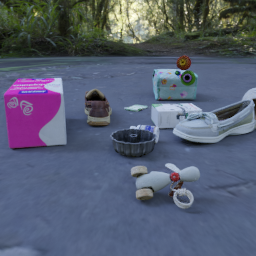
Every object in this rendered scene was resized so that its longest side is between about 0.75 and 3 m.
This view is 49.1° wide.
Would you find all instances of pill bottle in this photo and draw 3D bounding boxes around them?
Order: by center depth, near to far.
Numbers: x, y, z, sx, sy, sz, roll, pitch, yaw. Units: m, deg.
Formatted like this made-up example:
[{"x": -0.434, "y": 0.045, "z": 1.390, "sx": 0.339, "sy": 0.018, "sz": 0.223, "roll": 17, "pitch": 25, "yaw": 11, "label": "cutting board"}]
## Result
[{"x": 0.441, "y": 0.156, "z": 7.718, "sx": 0.770, "sy": 0.461, "sz": 0.461, "roll": 6, "pitch": 18, "yaw": 17, "label": "pill bottle"}]

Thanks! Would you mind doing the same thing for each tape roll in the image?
[{"x": 4.399, "y": -0.654, "z": 8.888, "sx": 0.902, "sy": 1.314, "sz": 1.314, "roll": -8, "pitch": 19, "yaw": -23, "label": "tape roll"}]

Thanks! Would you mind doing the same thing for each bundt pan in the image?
[{"x": 0.135, "y": 0.385, "z": 7.038, "sx": 1.166, "sy": 0.438, "sz": 1.166, "roll": 1, "pitch": 18, "yaw": 0, "label": "bundt pan"}]

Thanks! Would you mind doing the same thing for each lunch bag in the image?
[{"x": 2.210, "y": -2.210, "z": 13.721, "sx": 1.951, "sy": 1.396, "sz": 2.290, "roll": -1, "pitch": 23, "yaw": -1, "label": "lunch bag"}]

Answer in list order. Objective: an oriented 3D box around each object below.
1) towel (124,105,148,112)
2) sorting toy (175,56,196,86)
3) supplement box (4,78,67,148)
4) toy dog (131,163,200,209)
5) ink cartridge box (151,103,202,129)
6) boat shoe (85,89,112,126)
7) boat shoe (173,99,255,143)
[{"x": 0.324, "y": -0.825, "z": 11.433, "sx": 0.656, "sy": 0.101, "sz": 0.860, "roll": 11, "pitch": 21, "yaw": 33, "label": "towel"}, {"x": 1.750, "y": -1.782, "z": 8.773, "sx": 0.577, "sy": 0.960, "sz": 0.394, "roll": -16, "pitch": 2, "yaw": 20, "label": "sorting toy"}, {"x": -2.657, "y": -0.590, "z": 8.406, "sx": 1.473, "sy": 1.505, "sz": 2.911, "roll": -3, "pitch": 19, "yaw": -14, "label": "supplement box"}, {"x": 0.634, "y": 0.977, "z": 5.010, "sx": 1.198, "sy": 0.790, "sz": 0.577, "roll": 9, "pitch": -19, "yaw": 14, "label": "toy dog"}, {"x": 1.590, "y": -0.420, "z": 9.287, "sx": 1.453, "sy": 0.613, "sz": 1.062, "roll": -2, "pitch": 18, "yaw": -7, "label": "ink cartridge box"}, {"x": -1.106, "y": -0.923, "z": 10.186, "sx": 1.028, "sy": 1.025, "sz": 2.849, "roll": -2, "pitch": 18, "yaw": -5, "label": "boat shoe"}, {"x": 2.561, "y": -0.224, "z": 8.113, "sx": 2.930, "sy": 0.940, "sz": 1.080, "roll": -9, "pitch": 19, "yaw": -25, "label": "boat shoe"}]
